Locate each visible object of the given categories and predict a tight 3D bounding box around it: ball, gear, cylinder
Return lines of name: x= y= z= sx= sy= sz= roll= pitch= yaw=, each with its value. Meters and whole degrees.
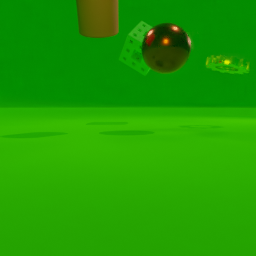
ball: x=0.977 y=-2.046 z=7.237 sx=1.270 sy=1.270 sz=1.270 roll=0 pitch=5 yaw=0
gear: x=3.268 y=-2.065 z=9.191 sx=1.385 sy=0.256 sz=1.385 roll=12 pitch=3 yaw=-1
cylinder: x=-0.739 y=-2.827 z=6.840 sx=0.998 sy=0.998 sz=0.998 roll=0 pitch=33 yaw=0

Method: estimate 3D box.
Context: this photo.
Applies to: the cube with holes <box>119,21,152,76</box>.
cube with holes: x=0.607 y=-3.133 z=11.039 sx=1.248 sy=1.248 sz=1.248 roll=32 pitch=51 yaw=2
